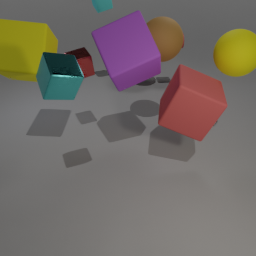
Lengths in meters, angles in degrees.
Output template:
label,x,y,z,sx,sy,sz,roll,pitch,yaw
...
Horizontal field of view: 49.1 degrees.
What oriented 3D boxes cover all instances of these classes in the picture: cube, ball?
label,x,y,z,sx,sy,sz,roll,pitch,yaw
cube,-1.120,-5.407,11.762,0.700,0.700,0.700,-22,56,-8
ball,1.077,-2.844,9.030,1.400,1.400,1.400,0,33,0
cube,1.814,-0.737,8.135,1.400,1.400,1.400,22,37,-6
cube,-1.444,-1.072,5.879,0.700,0.700,0.700,-3,54,-35
cube,-1.546,-2.059,8.986,0.700,0.700,0.700,-21,45,-14
cube,-2.931,-2.160,8.130,1.400,1.400,1.400,5,-1,-2
ball,3.315,-2.266,8.499,1.400,1.400,1.400,0,33,0
cube,0.008,-2.067,7.809,1.400,1.400,1.400,-24,-10,3

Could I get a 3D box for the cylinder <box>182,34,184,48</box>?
label,x,y,z,sx,sy,sz,roll,pitch,yaw
cylinder,2.129,-3.958,12.706,0.700,0.700,0.700,-5,33,-2
